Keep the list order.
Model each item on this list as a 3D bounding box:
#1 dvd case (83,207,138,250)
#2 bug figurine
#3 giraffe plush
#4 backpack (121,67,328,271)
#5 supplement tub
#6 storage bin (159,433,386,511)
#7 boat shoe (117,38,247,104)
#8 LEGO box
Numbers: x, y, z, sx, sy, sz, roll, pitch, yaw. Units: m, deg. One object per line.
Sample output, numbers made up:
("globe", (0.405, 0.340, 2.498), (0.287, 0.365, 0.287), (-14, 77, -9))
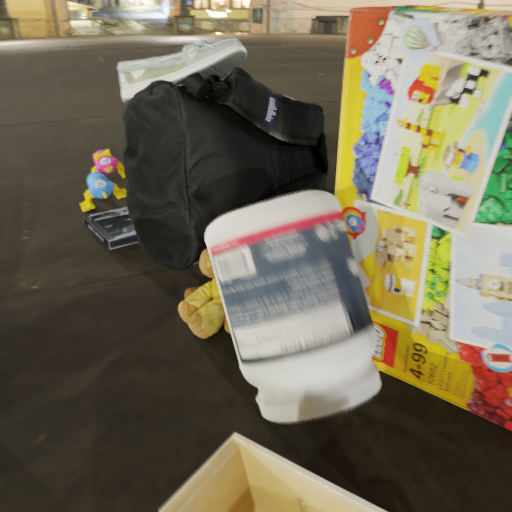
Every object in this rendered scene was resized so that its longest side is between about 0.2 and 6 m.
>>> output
("dvd case", (-2.237, -0.665, 10.847), (1.806, 0.223, 1.357), (-17, 31, -30))
("bug figurine", (-2.536, -2.088, 12.345), (3.225, 0.830, 2.501), (-25, 30, -18))
("giraffe plush", (-0.375, 0.324, 7.825), (1.442, 1.170, 1.245), (-12, 29, -23))
("backpack", (-0.395, -1.631, 9.798), (2.462, 3.246, 3.890), (17, 25, 34))
("supplement tub", (0.404, 0.495, 5.939), (1.483, 2.114, 1.483), (-16, -1, 0))
("storage bin", (0.032, 2.413, 3.589), (1.891, 0.886, 1.878), (14, 37, 38))
("boat shoe", (-1.260, -3.103, 9.093), (2.307, 0.740, 0.850), (-11, 5, 27))
("LEGO box", (2.509, -0.466, 6.131), (3.046, 4.090, 1.578), (20, 33, 35))
